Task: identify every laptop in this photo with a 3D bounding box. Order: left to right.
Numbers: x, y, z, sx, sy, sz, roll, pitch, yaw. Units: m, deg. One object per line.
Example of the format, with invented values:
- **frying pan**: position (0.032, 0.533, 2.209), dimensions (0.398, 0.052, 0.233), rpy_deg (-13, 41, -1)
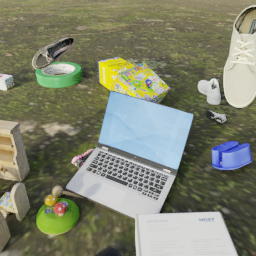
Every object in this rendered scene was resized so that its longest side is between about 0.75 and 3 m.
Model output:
- **laptop**: position (0.036, 0.646, 7.424), dimensions (2.544, 1.575, 2.717), rpy_deg (18, 45, 19)

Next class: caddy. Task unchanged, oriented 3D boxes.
- **caddy**: position (3.105, 0.884, 8.401), dimensions (1.279, 0.671, 0.904), rpy_deg (-16, 15, -26)

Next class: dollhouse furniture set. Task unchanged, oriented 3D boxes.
- **dollhouse furniture set**: position (-3.705, 1.205, 6.855), dimensions (2.482, 1.758, 2.702), rpy_deg (7, 33, 11)

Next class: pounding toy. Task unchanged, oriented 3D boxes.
- **pounding toy**: position (-1.679, 1.869, 6.870), dimensions (1.036, 0.623, 1.342), rpy_deg (8, 34, 11)

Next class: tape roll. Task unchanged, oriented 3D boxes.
- **tape roll**: position (-3.462, -2.724, 14.153), dimensions (2.232, 0.536, 2.232), rpy_deg (-1, 32, 0)

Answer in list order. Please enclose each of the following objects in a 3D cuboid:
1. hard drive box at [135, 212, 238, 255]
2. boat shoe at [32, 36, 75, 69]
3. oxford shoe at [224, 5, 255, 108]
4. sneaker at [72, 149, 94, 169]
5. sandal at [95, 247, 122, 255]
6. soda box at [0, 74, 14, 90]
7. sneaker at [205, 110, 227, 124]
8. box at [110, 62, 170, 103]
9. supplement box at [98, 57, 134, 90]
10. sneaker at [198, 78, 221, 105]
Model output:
- **hard drive box**: position (1.117, 2.772, 5.173), dimensions (1.854, 0.913, 2.378), rpy_deg (-1, 33, -1)
- **boat shoe**: position (-1.672, -1.745, 6.351), dimensions (1.145, 0.383, 0.326), rpy_deg (-45, 25, -24)
- **oxford shoe**: position (3.042, -1.903, 7.298), dimensions (1.026, 2.728, 0.788), rpy_deg (14, 4, 33)
- **sneaker**: position (-1.260, 0.979, 8.623), dimensions (0.905, 0.358, 0.432), rpy_deg (-27, 63, -34)
- **sandal**: position (-0.798, 3.146, 4.949), dimensions (0.946, 0.533, 2.488), rpy_deg (18, 37, 26)
- **soda box**: position (-6.378, -2.267, 13.418), dimensions (1.742, 0.554, 0.593), rpy_deg (10, 34, 16)
- **sneaker**: position (3.445, -0.450, 10.875), dimensions (0.483, 0.317, 0.840), rpy_deg (-16, 43, -38)
- **box**: position (0.490, -1.565, 11.280), dimensions (1.607, 1.018, 1.669), rpy_deg (48, 49, 11)
- **supplement box**: position (-0.427, -2.437, 13.125), dimensions (1.135, 1.142, 2.086), rpy_deg (-19, 38, -27)
- **sneaker**: position (3.684, -1.846, 12.447), dimensions (0.755, 0.888, 2.007), rpy_deg (-4, 33, -4)
